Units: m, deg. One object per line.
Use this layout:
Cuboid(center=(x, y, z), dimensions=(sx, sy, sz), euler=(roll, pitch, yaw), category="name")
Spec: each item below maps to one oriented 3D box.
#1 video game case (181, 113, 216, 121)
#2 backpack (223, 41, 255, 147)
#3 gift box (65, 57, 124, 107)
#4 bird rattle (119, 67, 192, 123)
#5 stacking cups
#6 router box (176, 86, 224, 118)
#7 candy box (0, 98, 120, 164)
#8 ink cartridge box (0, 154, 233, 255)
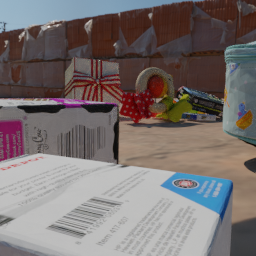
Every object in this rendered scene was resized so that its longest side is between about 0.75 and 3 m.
Cuboid(center=(2.331, -0.376, 9.390), dimensions=(0.812, 0.204, 0.896), euler=(0, 7, -26), category="video game case")
Cuboid(center=(2.716, -0.613, 3.714), dimensions=(2.931, 2.247, 2.576), euler=(-17, 22, -40), category="backpack")
Cuboid(center=(-1.364, -1.472, 11.242), dimensions=(2.075, 2.248, 2.099), euler=(-4, -5, -24), category="gift box")
Cuboid(center=(0.789, -1.012, 8.935), dimensions=(2.260, 1.843, 1.273), euler=(6, -14, -24), category="bird rattle")
Cuboid(center=(1.874, -0.792, 10.677), dimensions=(2.571, 0.778, 0.778), euler=(-5, 9, -31), category="stacking cups")
Cuboid(center=(2.671, -0.932, 9.987), dimensions=(1.619, 0.503, 1.213), euler=(12, 22, -17), category="router box")
Cuboid(center=(-1.752, 0.081, 3.273), dimensions=(2.786, 0.850, 1.900), euler=(-5, 9, -31), category="candy box")
Cuboid(center=(-0.240, 0.499, 1.249), dimensions=(1.254, 0.529, 0.915), euler=(3, 8, 26), category="ink cartridge box")
